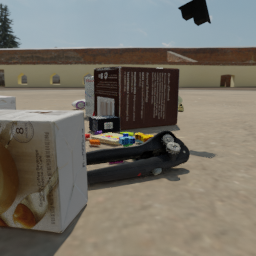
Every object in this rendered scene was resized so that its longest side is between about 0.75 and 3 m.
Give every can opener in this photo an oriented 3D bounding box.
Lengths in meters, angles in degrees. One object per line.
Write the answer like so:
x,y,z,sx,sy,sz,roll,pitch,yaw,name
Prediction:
0.130,0.642,5.408,2.500,0.983,0.792,-10,52,-32,can opener

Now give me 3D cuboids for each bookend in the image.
2.011,-3.415,8.482,0.785,0.790,0.364,-17,-10,35,bookend

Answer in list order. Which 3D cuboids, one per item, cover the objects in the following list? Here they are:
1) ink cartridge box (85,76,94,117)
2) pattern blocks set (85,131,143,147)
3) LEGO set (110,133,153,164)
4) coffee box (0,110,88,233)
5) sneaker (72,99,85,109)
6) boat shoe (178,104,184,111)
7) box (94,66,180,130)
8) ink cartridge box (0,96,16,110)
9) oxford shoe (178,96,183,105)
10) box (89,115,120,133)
-1.173,-1.545,13.752,1.432,1.980,1.439,-8,12,-38,ink cartridge box
-0.489,0.320,8.369,1.710,0.158,1.946,-9,13,-40,pattern blocks set
0.208,0.399,6.678,1.578,0.602,0.648,-3,10,-23,LEGO set
-1.897,0.475,3.885,2.471,1.413,0.985,1,11,13,coffee box
-2.705,-1.596,17.838,1.860,0.696,0.926,-8,13,-39,sneaker
3.081,-1.197,16.451,0.443,0.382,1.213,3,10,16,boat shoe
0.292,-1.311,11.515,2.799,2.299,2.322,-6,11,-30,box
-6.977,-1.025,13.472,2.471,1.058,1.824,6,11,22,ink cartridge box
2.687,-1.540,17.959,2.164,0.814,0.625,-19,-21,-42,oxford shoe
-0.833,-0.140,9.905,0.871,0.537,0.864,-5,11,-26,box
